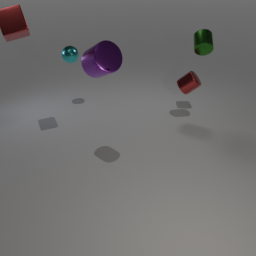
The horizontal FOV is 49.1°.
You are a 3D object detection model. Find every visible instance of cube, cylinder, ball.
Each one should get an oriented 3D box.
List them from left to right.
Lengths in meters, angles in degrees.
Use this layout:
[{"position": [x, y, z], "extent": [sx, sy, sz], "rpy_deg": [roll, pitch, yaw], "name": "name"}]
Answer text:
[{"position": [-3.223, -2.918, 7.838], "extent": [0.700, 0.700, 0.700], "rpy_deg": [-21, 9, -14], "name": "cube"}, {"position": [-2.368, -3.010, 11.474], "extent": [0.700, 0.700, 0.700], "rpy_deg": [0, 29, 0], "name": "ball"}, {"position": [-0.590, -1.516, 6.255], "extent": [0.700, 0.700, 0.700], "rpy_deg": [-20, 10, -32], "name": "cylinder"}, {"position": [2.420, -1.792, 11.117], "extent": [0.700, 0.700, 0.700], "rpy_deg": [-34, 12, 31], "name": "cylinder"}, {"position": [2.820, -3.202, 10.490], "extent": [0.700, 0.700, 0.700], "rpy_deg": [2, 64, 4], "name": "cylinder"}]
